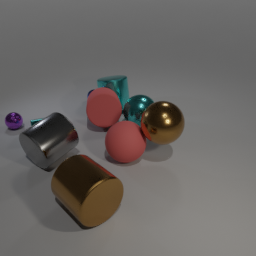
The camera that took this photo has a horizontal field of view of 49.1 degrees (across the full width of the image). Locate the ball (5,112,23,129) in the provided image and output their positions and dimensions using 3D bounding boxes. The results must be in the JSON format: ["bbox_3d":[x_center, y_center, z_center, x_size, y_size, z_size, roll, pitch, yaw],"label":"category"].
[{"bbox_3d":[-4.697,-0.302,11.527,0.700,0.700,0.700,0,29,0],"label":"ball"}]

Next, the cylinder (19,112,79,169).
[{"bbox_3d":[-2.610,0.400,9.319,1.400,1.400,1.400,22,45,33],"label":"cylinder"}]

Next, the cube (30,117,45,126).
[{"bbox_3d":[-3.344,-0.012,10.802,0.700,0.700,0.700,-11,9,-19],"label":"cube"}]

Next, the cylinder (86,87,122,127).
[{"bbox_3d":[-1.007,-0.879,11.574,1.400,1.400,1.400,-3,17,-6],"label":"cylinder"}]

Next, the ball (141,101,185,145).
[{"bbox_3d":[1.101,-0.165,8.943,1.400,1.400,1.400,0,29,0],"label":"ball"}]

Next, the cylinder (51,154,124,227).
[{"bbox_3d":[-1.072,1.602,7.368,1.400,1.400,1.400,-24,37,-36],"label":"cylinder"}]

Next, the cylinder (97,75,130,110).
[{"bbox_3d":[-0.655,-1.617,12.926,1.400,1.400,1.400,-6,19,2],"label":"cylinder"}]

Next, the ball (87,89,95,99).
[{"bbox_3d":[-1.661,-1.544,13.772,0.700,0.700,0.700,0,29,0],"label":"ball"}]

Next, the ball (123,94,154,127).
[{"bbox_3d":[0.501,-0.670,11.482,1.400,1.400,1.400,0,29,0],"label":"ball"}]

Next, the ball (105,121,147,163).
[{"bbox_3d":[-0.078,0.460,9.420,1.400,1.400,1.400,0,29,0],"label":"ball"}]
